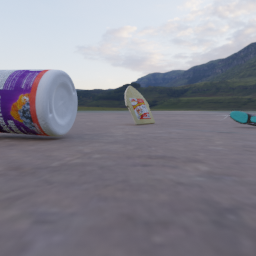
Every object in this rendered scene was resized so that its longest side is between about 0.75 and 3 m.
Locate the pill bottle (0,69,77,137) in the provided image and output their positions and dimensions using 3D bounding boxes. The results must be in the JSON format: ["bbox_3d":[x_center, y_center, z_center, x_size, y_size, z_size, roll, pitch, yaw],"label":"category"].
[{"bbox_3d":[-2.350,-0.529,5.711,2.340,1.304,1.304,3,5,17],"label":"pill bottle"}]

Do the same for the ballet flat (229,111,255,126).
[{"bbox_3d":[3.655,-0.228,8.490,1.129,0.406,0.406,14,10,26],"label":"ballet flat"}]

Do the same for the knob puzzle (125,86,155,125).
[{"bbox_3d":[0.299,-0.812,10.165,0.234,1.688,1.688,-29,-12,32],"label":"knob puzzle"}]
